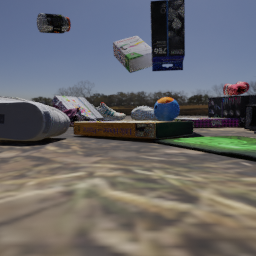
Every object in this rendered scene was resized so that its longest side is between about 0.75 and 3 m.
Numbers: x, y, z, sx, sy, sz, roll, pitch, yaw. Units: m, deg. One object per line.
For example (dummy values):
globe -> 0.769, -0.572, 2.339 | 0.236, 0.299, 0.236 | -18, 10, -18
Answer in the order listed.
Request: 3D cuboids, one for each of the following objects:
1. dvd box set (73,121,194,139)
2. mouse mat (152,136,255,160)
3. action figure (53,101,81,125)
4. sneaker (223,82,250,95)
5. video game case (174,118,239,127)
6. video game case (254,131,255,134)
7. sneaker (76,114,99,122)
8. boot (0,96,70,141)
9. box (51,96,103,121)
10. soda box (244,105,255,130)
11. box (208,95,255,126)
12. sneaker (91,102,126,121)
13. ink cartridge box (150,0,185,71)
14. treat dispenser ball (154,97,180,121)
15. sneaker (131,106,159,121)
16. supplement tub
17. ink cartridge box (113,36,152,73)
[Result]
dvd box set -> 0.131, 0.003, 7.036 | 2.479, 0.364, 1.813 | 1, 3, 37
mouse mat -> 1.961, 0.282, 4.883 | 2.150, 0.101, 2.671 | -2, 3, -27
action figure -> -2.936, -0.399, 12.197 | 1.809, 1.212, 1.347 | -1, 32, -8
sneaker -> 4.940, -1.664, 12.303 | 1.667, 0.614, 0.723 | -13, 20, -33
video game case -> 3.256, -0.242, 11.832 | 2.034, 0.364, 1.844 | -1, 3, -14
video game case -> 3.883, 0.143, 7.531 | 0.544, 0.072, 0.762 | -1, 4, -18
sneaker -> -1.707, -0.320, 12.261 | 1.079, 0.407, 0.614 | 19, 5, 21
boot -> -2.843, -0.180, 6.324 | 2.966, 1.091, 1.418 | 9, -1, 12
box -> -2.527, -0.911, 14.260 | 1.760, 0.465, 2.257 | 45, 24, 20
soda box -> 5.090, -0.315, 8.670 | 0.955, 0.855, 2.700 | -3, 5, -38
box -> 5.085, -0.801, 12.795 | 1.561, 1.355, 2.554 | -3, 5, -25
sneaker -> -1.468, -1.193, 20.225 | 2.857, 1.336, 1.006 | -2, 3, -26
ink cartridge box -> 1.410, -3.238, 9.935 | 1.195, 2.403, 0.471 | -3, 12, 3
treat dispenser ball -> 2.303, -1.066, 16.656 | 1.520, 1.520, 1.520 | 0, 3, 0
sneaker -> 1.589, -0.910, 19.067 | 2.816, 1.058, 1.141 | -2, 12, -16
supplement tub -> -2.661, -3.752, 10.081 | 1.080, 0.662, 0.662 | -11, 9, -34
ink cartridge box -> 0.227, -3.031, 11.401 | 1.167, 0.677, 1.611 | -21, 46, -16
